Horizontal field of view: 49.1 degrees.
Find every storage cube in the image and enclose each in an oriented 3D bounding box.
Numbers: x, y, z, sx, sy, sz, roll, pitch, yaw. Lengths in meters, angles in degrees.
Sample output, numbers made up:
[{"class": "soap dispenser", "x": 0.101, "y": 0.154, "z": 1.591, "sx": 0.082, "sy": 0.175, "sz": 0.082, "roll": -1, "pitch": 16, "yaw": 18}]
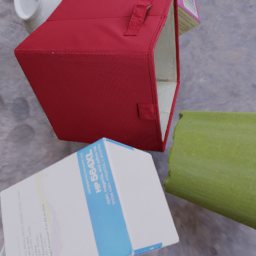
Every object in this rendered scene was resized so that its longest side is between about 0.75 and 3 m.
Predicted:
[{"class": "storage cube", "x": -0.308, "y": -1.166, "z": 5.780, "sx": 2.432, "sy": 2.706, "sz": 2.313, "roll": 6, "pitch": 49, "yaw": 16}]

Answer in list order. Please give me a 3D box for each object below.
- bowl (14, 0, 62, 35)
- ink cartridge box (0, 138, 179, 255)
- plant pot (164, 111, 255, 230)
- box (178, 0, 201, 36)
[{"class": "bowl", "x": -2.036, "y": -3.126, "z": 6.882, "sx": 1.065, "sy": 2.369, "sz": 2.369, "roll": -8, "pitch": 50, "yaw": -49}, {"class": "ink cartridge box", "x": -0.590, "y": 1.124, "z": 3.475, "sx": 1.895, "sy": 1.218, "sz": 1.187, "roll": -26, "pitch": 65, "yaw": 21}, {"class": "plant pot", "x": 1.876, "y": 0.634, "z": 4.779, "sx": 2.306, "sy": 2.429, "sz": 2.429, "roll": 11, "pitch": 59, "yaw": 13}, {"class": "box", "x": 0.388, "y": -3.287, "z": 7.502, "sx": 1.223, "sy": 2.530, "sz": 2.225, "roll": 13, "pitch": 64, "yaw": -45}]
